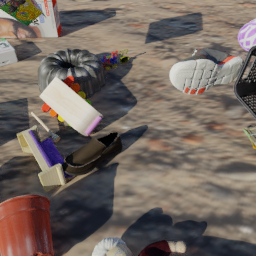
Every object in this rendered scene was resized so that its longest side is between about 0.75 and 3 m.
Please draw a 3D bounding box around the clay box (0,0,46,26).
[{"bbox_3d":[-3.122,-3.515,6.655,0.638,2.681,1.541,-34,81,9],"label":"clay box"}]

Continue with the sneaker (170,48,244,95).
[{"bbox_3d":[1.492,-1.258,5.793,2.025,0.780,0.829,-12,48,-37],"label":"sneaker"}]

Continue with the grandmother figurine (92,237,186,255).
[{"bbox_3d":[0.585,2.506,4.592,2.540,0.769,1.540,18,37,15],"label":"grandmother figurine"}]

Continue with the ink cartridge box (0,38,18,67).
[{"bbox_3d":[-4.795,-2.836,10.518,0.889,0.512,1.218,-27,49,-26],"label":"ink cartridge box"}]

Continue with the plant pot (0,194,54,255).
[{"bbox_3d":[-1.839,1.946,5.027,1.086,1.086,1.056,-15,53,-16],"label":"plant pot"}]

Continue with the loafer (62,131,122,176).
[{"bbox_3d":[-0.843,0.514,6.674,0.631,0.617,1.729,31,42,30],"label":"loafer"}]

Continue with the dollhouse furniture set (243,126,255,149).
[{"bbox_3d":[3.983,0.389,7.138,1.706,0.856,1.118,-13,20,12],"label":"dollhouse furniture set"}]

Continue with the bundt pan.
[{"bbox_3d":[-1.866,-1.890,9.240,2.336,0.877,2.336,1,42,-1],"label":"bundt pan"}]

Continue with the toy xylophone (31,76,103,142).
[{"bbox_3d":[-1.768,-0.528,7.737,1.515,0.520,2.070,-43,67,3],"label":"toy xylophone"}]

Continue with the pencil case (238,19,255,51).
[{"bbox_3d":[5.690,-4.073,11.310,2.899,1.239,1.217,-35,88,-28],"label":"pencil case"}]

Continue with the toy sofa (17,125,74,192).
[{"bbox_3d":[-1.949,0.646,6.636,0.781,0.663,1.600,-25,48,-23],"label":"toy sofa"}]

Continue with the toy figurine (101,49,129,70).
[{"bbox_3d":[-0.600,-2.624,10.276,1.130,0.596,0.677,-27,44,-27],"label":"toy figurine"}]

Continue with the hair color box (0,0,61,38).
[{"bbox_3d":[-4.404,-4.681,11.729,2.866,1.589,0.916,-1,43,0],"label":"hair color box"}]

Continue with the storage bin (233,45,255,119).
[{"bbox_3d":[3.123,-0.699,5.512,0.892,1.286,1.902,-11,49,-16],"label":"storage bin"}]
